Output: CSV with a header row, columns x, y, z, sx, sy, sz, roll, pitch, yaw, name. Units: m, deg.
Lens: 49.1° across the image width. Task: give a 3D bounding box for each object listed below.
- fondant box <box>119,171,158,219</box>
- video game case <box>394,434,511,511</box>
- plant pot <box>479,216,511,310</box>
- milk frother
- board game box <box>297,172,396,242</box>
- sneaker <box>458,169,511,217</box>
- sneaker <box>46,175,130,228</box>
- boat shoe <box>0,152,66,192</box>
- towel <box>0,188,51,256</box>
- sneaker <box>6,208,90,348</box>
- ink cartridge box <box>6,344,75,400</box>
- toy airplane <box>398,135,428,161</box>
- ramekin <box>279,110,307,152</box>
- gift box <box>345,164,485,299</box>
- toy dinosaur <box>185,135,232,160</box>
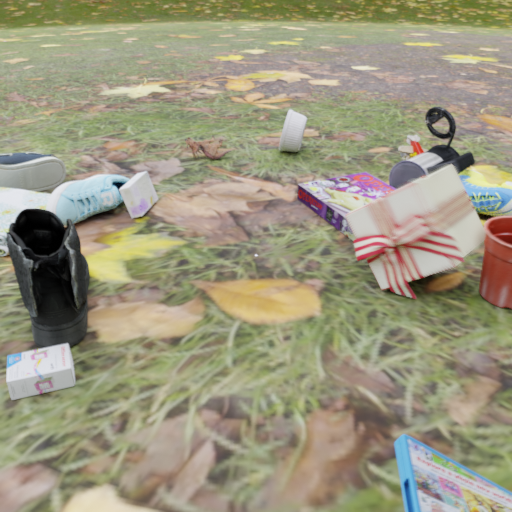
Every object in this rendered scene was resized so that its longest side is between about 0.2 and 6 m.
x,y,z,sx,sy,sz,roll,pitch,yaw,name
-2.711,-1.424,13.011,0.301,0.746,1.034,-10,25,21,fondant box
2.066,2.815,5.144,1.563,0.194,2.184,30,26,-9,video game case
4.465,0.162,9.649,1.305,1.269,1.305,2,30,-1,plant pot
4.123,-2.463,13.607,1.740,1.669,1.850,-27,82,-40,milk frother
2.595,-1.039,12.696,2.021,0.544,3.367,-9,30,-24,board game box
5.073,-1.177,12.702,1.260,0.908,2.398,-25,31,-14,sneaker
-3.652,-1.344,12.638,1.006,0.908,2.456,-2,27,25,sneaker
-6.259,-2.020,13.748,3.030,1.134,0.937,-24,38,-38,boat shoe
-5.485,-0.813,12.188,2.052,0.577,2.398,11,31,14,towel
-3.342,0.017,9.145,1.160,2.015,3.863,-9,31,-18,sneaker
-3.046,1.629,7.947,0.859,0.364,0.621,-9,30,-18,ink cartridge box
4.471,-2.931,15.856,0.966,0.681,0.961,35,46,-4,toy airplane
1.117,-3.677,16.709,0.586,1.258,1.258,15,31,5,ramekin
2.896,-0.383,9.869,1.780,1.907,1.759,-25,-6,-42,gift box
-1.393,-3.058,16.300,1.285,0.552,0.871,26,46,14,toy dinosaur
